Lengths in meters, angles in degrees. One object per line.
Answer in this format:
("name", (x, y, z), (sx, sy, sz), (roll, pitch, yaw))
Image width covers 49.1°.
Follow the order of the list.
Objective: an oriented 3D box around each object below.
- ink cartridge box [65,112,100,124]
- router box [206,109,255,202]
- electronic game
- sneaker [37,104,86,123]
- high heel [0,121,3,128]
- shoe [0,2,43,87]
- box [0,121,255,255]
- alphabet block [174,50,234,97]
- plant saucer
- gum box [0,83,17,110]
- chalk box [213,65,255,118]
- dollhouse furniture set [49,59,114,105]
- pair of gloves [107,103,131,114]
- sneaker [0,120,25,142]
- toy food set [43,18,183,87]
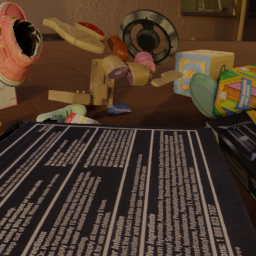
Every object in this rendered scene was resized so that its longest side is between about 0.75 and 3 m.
("ink cartridge box", (-1.147, 0.030, 7.778), (1.054, 0.765, 0.439), (18, 69, 39))
("router box", (3.354, 0.379, 6.319), (2.275, 0.756, 2.894), (-14, 22, 2))
("electronic game", (0.633, -2.793, 8.832), (1.955, 1.955, 0.407), (9, 53, 22))
("sneaker", (-2.029, -0.287, 8.872), (1.628, 0.599, 0.960), (-17, 20, -16))
("high heel", (-4.349, 0.100, 7.959), (1.389, 0.496, 0.990), (-11, 11, 17))
("shoe", (-2.981, -2.646, 7.716), (1.056, 2.955, 1.344), (17, -37, -42))
("box", (-0.351, 1.235, 3.332), (2.919, 1.814, 2.943), (3, 22, 6))
("alphabet block", (3.414, -2.473, 12.703), (1.926, 1.891, 1.881), (-18, 29, -39))
("plant saucer", (2.827, -1.035, 9.832), (2.020, 0.363, 2.020), (21, 49, -26))
("gum box", (-5.844, -1.088, 10.465), (1.565, 0.912, 2.758), (15, 26, 30))
("chalk box", (4.238, -0.784, 8.605), (1.621, 1.609, 2.596), (-14, 32, -31))
("dollhouse furniture set", (-1.596, -1.795, 10.244), (2.134, 1.738, 2.029), (-1, 10, -43))
("pair of gloves", (-0.359, -0.753, 10.743), (0.914, 0.130, 1.137), (-2, 22, -9))
("sneaker", (-2.245, 0.303, 6.698), (2.524, 1.104, 0.931), (-20, 29, -41))
("toy food set", (-0.279, -1.523, 5.886), (2.721, 0.429, 1.730), (35, 33, 18))
